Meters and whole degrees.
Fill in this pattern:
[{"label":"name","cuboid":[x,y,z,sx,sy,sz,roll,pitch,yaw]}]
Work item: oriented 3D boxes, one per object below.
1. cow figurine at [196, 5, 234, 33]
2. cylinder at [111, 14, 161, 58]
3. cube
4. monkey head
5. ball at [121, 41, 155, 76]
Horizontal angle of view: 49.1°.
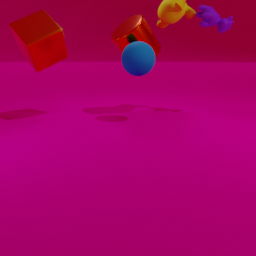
[{"label":"cow figurine","cuboid":[3.132,-3.928,10.075,1.152,0.643,1.171,-1,55,-14]},{"label":"cylinder","cuboid":[0.301,-3.172,10.314,1.379,1.379,1.379,-25,37,21]},{"label":"cube","cuboid":[-3.007,-2.971,9.592,1.285,1.285,1.285,-34,66,-19]},{"label":"monkey head","cuboid":[1.807,-4.330,10.526,1.308,1.096,1.819,34,-13,-11]},{"label":"ball","cuboid":[0.335,-2.240,9.096,1.101,1.101,1.101,0,15,0]}]
